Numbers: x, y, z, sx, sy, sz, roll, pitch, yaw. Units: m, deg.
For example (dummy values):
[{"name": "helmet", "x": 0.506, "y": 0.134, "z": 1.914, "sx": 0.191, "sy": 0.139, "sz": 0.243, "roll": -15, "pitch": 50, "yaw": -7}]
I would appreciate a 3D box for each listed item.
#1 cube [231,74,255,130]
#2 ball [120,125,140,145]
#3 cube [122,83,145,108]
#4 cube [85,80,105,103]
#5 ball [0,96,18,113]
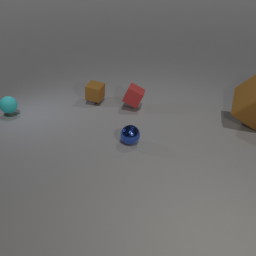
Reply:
[{"name": "cube", "x": 4.863, "y": -0.960, "z": 10.270, "sx": 1.400, "sy": 1.400, "sz": 1.400, "roll": 29, "pitch": 58, "yaw": -13}, {"name": "ball", "x": 0.079, "y": 0.239, "z": 9.853, "sx": 0.700, "sy": 0.700, "sz": 0.700, "roll": 0, "pitch": 30, "yaw": 0}, {"name": "cube", "x": 0.253, "y": -1.404, "z": 12.044, "sx": 0.700, "sy": 0.700, "sz": 0.700, "roll": 28, "pitch": 31, "yaw": -5}, {"name": "cube", "x": -1.479, "y": -1.648, "z": 12.617, "sx": 0.700, "sy": 0.700, "sz": 0.700, "roll": 14, "pitch": 37, "yaw": 11}, {"name": "ball", "x": -4.961, "y": -0.963, "z": 11.628, "sx": 0.700, "sy": 0.700, "sz": 0.700, "roll": 0, "pitch": 30, "yaw": 0}]
